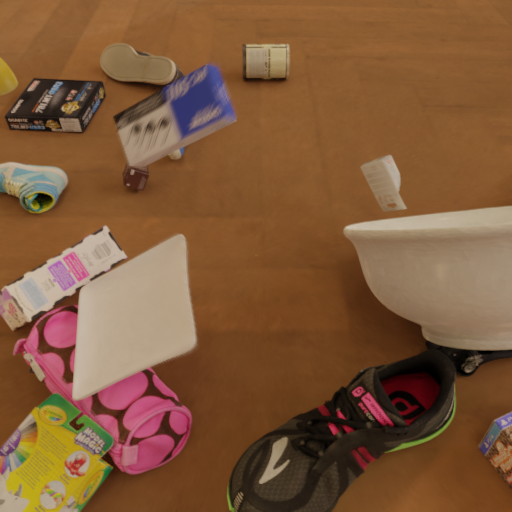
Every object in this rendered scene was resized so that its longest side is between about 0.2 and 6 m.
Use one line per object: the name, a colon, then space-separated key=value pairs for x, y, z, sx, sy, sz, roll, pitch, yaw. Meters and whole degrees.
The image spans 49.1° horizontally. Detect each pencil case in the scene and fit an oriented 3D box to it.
pencil case: x=-1.953 y=1.656 z=7.053 sx=2.416 sy=1.096 sz=1.132 roll=32 pitch=18 yaw=31

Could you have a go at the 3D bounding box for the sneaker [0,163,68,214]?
sneaker: x=-4.338 y=-1.217 z=10.300 sx=1.520 sy=0.604 sz=0.992 roll=-2 pitch=43 yaw=-1

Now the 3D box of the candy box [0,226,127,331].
candy box: x=-2.889 y=0.339 z=8.164 sx=1.640 sy=1.376 sz=0.587 roll=-39 pitch=101 yaw=-33

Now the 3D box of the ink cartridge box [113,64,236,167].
ink cartridge box: x=-1.330 y=-2.196 z=8.948 sx=1.898 sy=0.892 sz=0.420 roll=-20 pitch=-2 yaw=24

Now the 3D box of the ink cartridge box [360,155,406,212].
ink cartridge box: x=2.167 y=-1.185 z=9.278 sx=0.224 sy=0.895 sz=0.726 roll=-34 pitch=10 yaw=-16

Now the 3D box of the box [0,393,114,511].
box: x=-2.489 y=2.586 z=6.172 sx=1.133 sy=0.467 sz=1.931 roll=28 pitch=69 yaw=26

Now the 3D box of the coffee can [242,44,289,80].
coffee can: x=0.229 y=-4.758 z=13.745 sx=1.128 sy=0.826 sz=0.826 roll=0 pitch=44 yaw=-1

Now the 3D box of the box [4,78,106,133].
box: x=-4.506 y=-3.431 z=12.699 sx=1.722 sy=0.431 sz=1.734 roll=5 pitch=44 yaw=4

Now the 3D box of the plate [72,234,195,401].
plate: x=-1.460 y=0.746 z=6.819 sx=1.714 sy=0.278 sz=1.718 roll=-27 pitch=47 yaw=17

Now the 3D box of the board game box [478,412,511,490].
board game box: x=3.571 y=2.438 z=6.488 sx=1.134 sy=0.689 sz=1.422 roll=-19 pitch=48 yaw=-18

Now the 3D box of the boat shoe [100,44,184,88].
boat shoe: x=-2.821 y=-4.597 z=13.855 sx=2.468 sy=0.896 sz=0.774 roll=22 pitch=5 yaw=28

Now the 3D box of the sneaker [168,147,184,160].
sneaker: x=-1.512 y=-2.741 z=11.761 sx=1.045 sy=0.721 sz=1.878 roll=-18 pitch=40 yaw=-6

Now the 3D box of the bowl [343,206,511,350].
bowl: x=3.072 y=0.243 z=7.534 sx=3.695 sy=1.661 sz=3.695 roll=-5 pitch=5 yaw=0

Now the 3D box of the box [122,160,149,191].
box: x=-2.287 y=-1.546 z=10.631 sx=0.384 sy=0.388 sz=0.467 roll=14 pitch=32 yaw=-26

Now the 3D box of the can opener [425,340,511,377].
can opener: x=3.366 y=1.212 z=7.817 sx=1.879 sy=0.596 sz=0.739 roll=-7 pitch=44 yaw=-7

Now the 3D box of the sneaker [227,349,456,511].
sneaker: x=1.032 y=1.971 z=6.488 sx=3.235 sy=1.355 sz=1.241 roll=-27 pitch=50 yaw=-25

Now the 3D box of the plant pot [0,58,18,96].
plant pot: x=-6.390 y=-4.407 z=13.446 sx=1.062 sy=0.754 sz=1.062 roll=0 pitch=45 yaw=0
